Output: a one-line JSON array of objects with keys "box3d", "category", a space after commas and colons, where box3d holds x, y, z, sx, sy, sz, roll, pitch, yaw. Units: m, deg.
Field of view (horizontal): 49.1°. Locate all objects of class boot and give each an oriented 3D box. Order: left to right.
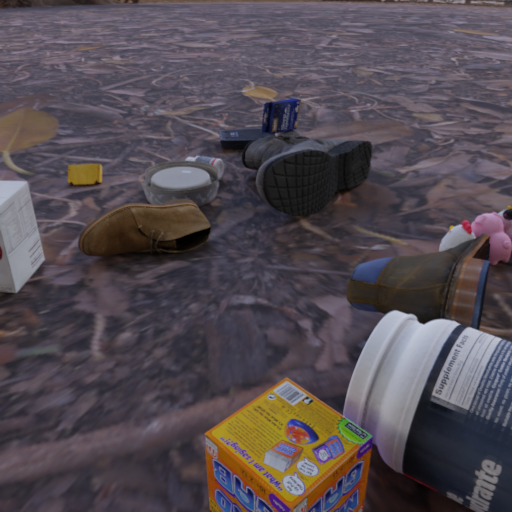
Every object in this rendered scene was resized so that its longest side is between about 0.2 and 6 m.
[{"box3d": [-1.696, -0.355, 8.860, 2.134, 0.785, 0.805, -17, 45, -31], "category": "boot"}, {"box3d": [0.544, -1.737, 11.031, 2.273, 1.205, 3.453, 18, 23, 34], "category": "boot"}, {"box3d": [2.125, 0.203, 6.989, 1.409, 1.086, 2.907, 9, 10, 22], "category": "boot"}]

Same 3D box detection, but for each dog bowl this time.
[{"box3d": [-1.455, -1.373, 10.853, 1.556, 0.456, 1.556, 1, 30, 0], "category": "dog bowl"}]

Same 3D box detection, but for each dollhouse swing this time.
[{"box3d": [-3.525, -1.634, 11.658, 0.637, 0.560, 0.579, -3, 71, -6], "category": "dollhouse swing"}]

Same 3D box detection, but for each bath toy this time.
[{"box3d": [3.779, -0.358, 8.774, 2.067, 0.764, 0.899, -12, 32, -19], "category": "bath toy"}]

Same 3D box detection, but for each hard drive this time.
[{"box3d": [-0.219, -2.851, 13.614, 1.356, 0.287, 0.914, -3, 30, -5], "category": "hard drive"}]

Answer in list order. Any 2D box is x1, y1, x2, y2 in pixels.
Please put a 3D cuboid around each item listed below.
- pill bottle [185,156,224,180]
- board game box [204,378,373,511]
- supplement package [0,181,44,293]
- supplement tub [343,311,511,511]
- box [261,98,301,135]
[{"box3d": [-1.099, -1.848, 11.694, 0.750, 0.449, 0.449, 12, 32, 21], "category": "pill bottle"}, {"box3d": [0.257, 1.836, 4.690, 0.967, 0.968, 0.968, -25, 38, -37], "category": "board game box"}, {"box3d": [-3.970, -0.300, 8.077, 1.279, 1.337, 0.983, 2, 30, 5], "category": "supplement package"}, {"box3d": [1.984, 1.434, 4.894, 2.091, 1.467, 1.467, 19, 35, 30], "category": "supplement tub"}, {"box3d": [0.543, -2.983, 11.979, 0.179, 0.669, 1.105, 27, 34, 34], "category": "box"}]
